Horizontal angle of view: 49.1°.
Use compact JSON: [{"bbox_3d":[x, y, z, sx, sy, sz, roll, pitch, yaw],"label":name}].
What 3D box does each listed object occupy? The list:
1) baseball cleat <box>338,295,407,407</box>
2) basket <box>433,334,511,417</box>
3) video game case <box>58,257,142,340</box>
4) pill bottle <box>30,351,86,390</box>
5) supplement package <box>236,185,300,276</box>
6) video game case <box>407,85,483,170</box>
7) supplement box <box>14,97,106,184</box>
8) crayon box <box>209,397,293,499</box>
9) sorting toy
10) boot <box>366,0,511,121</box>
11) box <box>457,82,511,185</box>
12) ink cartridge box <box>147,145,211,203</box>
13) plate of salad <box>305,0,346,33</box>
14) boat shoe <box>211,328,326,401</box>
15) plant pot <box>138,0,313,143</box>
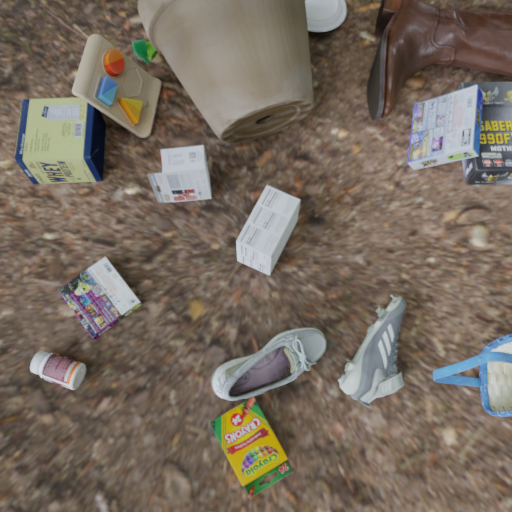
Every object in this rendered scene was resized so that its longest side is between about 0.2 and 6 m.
[{"bbox_3d":[2.048,1.536,8.837,0.942,0.617,1.770,34,82,6],"label":"baseball cleat"},{"bbox_3d":[3.683,1.754,8.265,1.679,1.481,1.168,8,67,-16],"label":"basket"},{"bbox_3d":[-2.594,0.689,9.317,0.961,0.190,1.061,-38,73,-13],"label":"video game case"},{"bbox_3d":[-3.101,1.775,8.767,0.751,0.429,0.429,18,70,7],"label":"pill bottle"},{"bbox_3d":[0.203,-0.410,9.369,0.635,0.892,1.145,25,71,9],"label":"supplement package"},{"bbox_3d":[3.386,-2.281,10.047,1.208,0.303,1.333,-7,62,42],"label":"video game case"},{"bbox_3d":[-3.458,-2.056,10.027,1.282,0.861,1.283,-2,68,-1],"label":"supplement box"},{"bbox_3d":[-0.068,2.863,8.403,0.787,0.315,1.239,-29,72,-11],"label":"crayon box"},{"bbox_3d":[-2.420,-3.416,10.366,1.564,0.311,2.116,28,57,-38],"label":"sorting toy"},{"bbox_3d":[3.911,-3.634,10.630,3.359,1.079,3.130,12,70,0],"label":"boot"},{"bbox_3d":[4.973,-2.250,10.255,2.397,0.579,1.899,1,69,0],"label":"box"},{"bbox_3d":[-1.308,-1.378,9.632,0.973,1.108,0.465,-6,69,-2],"label":"ink cartridge box"},{"bbox_3d":[1.120,-5.138,11.517,1.494,0.359,1.494,4,68,-10],"label":"plate of salad"},{"bbox_3d":[0.286,1.659,8.453,1.942,0.623,0.716,-18,99,-21],"label":"boat shoe"},{"bbox_3d":[-0.251,-3.504,9.754,2.986,2.986,2.591,-17,85,-7],"label":"plant pot"}]
